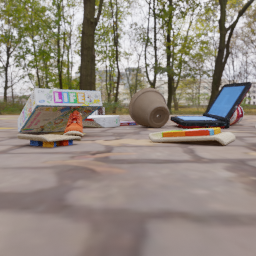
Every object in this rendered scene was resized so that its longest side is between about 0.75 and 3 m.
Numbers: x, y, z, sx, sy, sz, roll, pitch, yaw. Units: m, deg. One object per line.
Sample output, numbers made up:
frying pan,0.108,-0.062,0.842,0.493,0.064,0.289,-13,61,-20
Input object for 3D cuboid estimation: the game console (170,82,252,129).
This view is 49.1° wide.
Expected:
game console,3.019,-0.925,10.837,2.394,1.648,2.778,0,6,-1

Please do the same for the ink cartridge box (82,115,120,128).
ink cartridge box,-1.541,-0.224,10.577,1.972,0.494,1.587,-8,8,-41

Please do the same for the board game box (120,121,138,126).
board game box,-0.368,-0.188,12.128,1.632,0.159,0.840,-2,3,-37

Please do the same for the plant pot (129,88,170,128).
plant pot,0.929,-0.628,10.494,1.517,1.517,1.323,-1,21,-19

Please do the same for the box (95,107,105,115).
box,-1.919,-0.796,16.483,1.039,0.853,0.862,0,3,6

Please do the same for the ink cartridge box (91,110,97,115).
ink cartridge box,-2.304,-0.706,14.501,1.398,0.899,0.875,0,4,10

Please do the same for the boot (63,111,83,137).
boot,-1.227,-0.085,6.343,0.435,0.621,1.159,2,3,-9

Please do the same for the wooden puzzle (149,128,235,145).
wooden puzzle,1.317,0.129,5.633,1.440,0.268,1.332,2,3,29

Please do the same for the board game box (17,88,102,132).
board game box,-1.873,-0.384,7.327,1.574,0.401,2.342,-2,-14,-31

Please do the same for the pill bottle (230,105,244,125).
pill bottle,4.534,-0.626,12.444,0.985,0.985,1.744,2,4,36

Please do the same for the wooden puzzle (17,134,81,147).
wooden puzzle,-1.376,0.221,4.926,0.780,0.195,0.842,3,0,34
